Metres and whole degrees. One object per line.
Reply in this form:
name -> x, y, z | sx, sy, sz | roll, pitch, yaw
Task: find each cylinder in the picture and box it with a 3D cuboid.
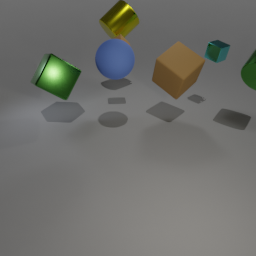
cylinder -> 5.094, -2.273, 10.230 | 1.400, 1.400, 1.400 | 25, 65, 35
cylinder -> -0.416, -5.027, 13.275 | 1.400, 1.400, 1.400 | -44, 40, 0

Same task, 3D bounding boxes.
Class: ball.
ball -> -0.459, -2.426, 9.917 | 1.400, 1.400, 1.400 | 0, 31, 0

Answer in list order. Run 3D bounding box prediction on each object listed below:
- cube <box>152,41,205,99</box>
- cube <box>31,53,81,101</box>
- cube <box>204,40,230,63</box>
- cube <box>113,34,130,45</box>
cube -> 2.006, -2.325, 11.386 | 1.400, 1.400, 1.400 | 41, 67, 17
cube -> -3.017, -2.131, 11.656 | 1.400, 1.400, 1.400 | 27, 0, -29
cube -> 3.886, -3.344, 12.214 | 0.700, 0.700, 0.700 | -24, 49, -35
cube -> -0.361, -3.346, 11.801 | 0.700, 0.700, 0.700 | -23, 56, 28
